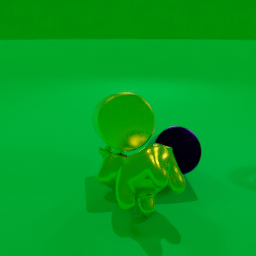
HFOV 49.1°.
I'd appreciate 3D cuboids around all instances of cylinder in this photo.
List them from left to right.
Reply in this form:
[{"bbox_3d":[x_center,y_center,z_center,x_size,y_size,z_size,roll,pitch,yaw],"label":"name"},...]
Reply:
[{"bbox_3d":[-0.131,-0.151,5.687,1.098,1.098,1.098,-4,7,-12],"label":"cylinder"},{"bbox_3d":[0.885,0.498,5.691,0.929,0.929,0.929,-3,-10,-9],"label":"cylinder"}]

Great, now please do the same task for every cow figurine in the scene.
[{"bbox_3d":[0.137,0.710,4.971,0.905,1.649,1.622,27,33,-33],"label":"cow figurine"}]
